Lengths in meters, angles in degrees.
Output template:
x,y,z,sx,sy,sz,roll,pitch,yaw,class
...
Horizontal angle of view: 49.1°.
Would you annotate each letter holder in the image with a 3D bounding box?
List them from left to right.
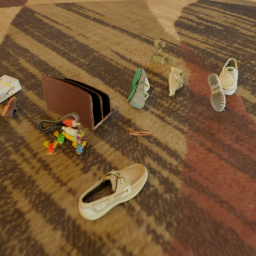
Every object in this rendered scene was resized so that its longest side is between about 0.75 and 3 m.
x,y,z,sx,sy,sz,roll,pitch,yaw,class
-2.123,-1.369,11.556,2.591,1.842,1.303,23,47,24,letter holder

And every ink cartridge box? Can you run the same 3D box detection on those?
x,y,z,sx,sy,sz,roll,pitch,yaw,class
-5.843,-1.860,13.066,0.935,0.538,1.289,21,46,22,ink cartridge box

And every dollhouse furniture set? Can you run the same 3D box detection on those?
x,y,z,sx,sy,sz,roll,pitch,yaw,class
1.887,-4.021,15.052,1.227,1.085,0.682,26,49,27,dollhouse furniture set

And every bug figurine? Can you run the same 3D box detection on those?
x,y,z,sx,sy,sz,roll,pitch,yaw,class
-2.266,0.572,10.492,1.565,0.403,1.214,0,36,7,bug figurine

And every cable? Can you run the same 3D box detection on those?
x,y,z,sx,sy,sz,roll,pitch,yaw,class
-2.623,-0.122,10.584,2.192,1.064,0.552,10,21,22,cable

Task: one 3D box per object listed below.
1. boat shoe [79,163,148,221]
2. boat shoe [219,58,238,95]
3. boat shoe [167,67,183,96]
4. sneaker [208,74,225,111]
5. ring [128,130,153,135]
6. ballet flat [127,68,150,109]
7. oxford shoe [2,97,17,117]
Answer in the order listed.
x,y,z,sx,sy,sz,roll,pitch,yaw,class
-0.391,1.810,8.772,2.626,0.853,0.947,-29,50,-29,boat shoe
4.877,-2.599,13.671,0.906,0.822,2.463,9,43,10,boat shoe
2.287,-2.259,13.363,0.714,0.793,2.198,7,37,9,boat shoe
3.943,-1.552,12.207,0.612,1.638,0.672,-8,0,34,sneaker
0.477,0.180,10.639,0.922,0.922,0.088,1,81,1,ring
0.578,-1.809,12.966,0.838,0.886,2.630,27,43,-11,ballet flat
-5.031,-0.879,12.168,0.469,0.460,1.292,24,37,-16,oxford shoe
